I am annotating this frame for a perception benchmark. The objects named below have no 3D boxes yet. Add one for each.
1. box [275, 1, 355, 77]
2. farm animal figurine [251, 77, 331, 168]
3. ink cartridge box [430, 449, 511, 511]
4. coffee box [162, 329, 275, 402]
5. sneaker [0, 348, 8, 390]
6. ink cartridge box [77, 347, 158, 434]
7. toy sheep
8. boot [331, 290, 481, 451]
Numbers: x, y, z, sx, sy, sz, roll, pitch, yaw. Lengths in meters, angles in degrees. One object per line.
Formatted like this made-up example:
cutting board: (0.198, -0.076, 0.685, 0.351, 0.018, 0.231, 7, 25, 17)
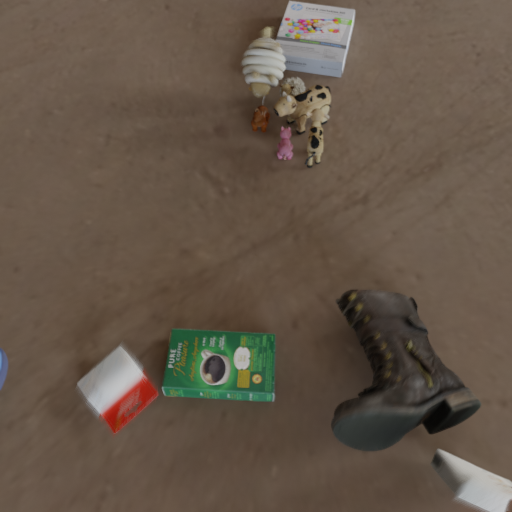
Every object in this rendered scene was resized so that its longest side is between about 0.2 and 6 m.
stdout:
box: (1.229, -4.627, 11.881, 1.494, 0.394, 1.916, 11, 55, 8)
farm animal figurine: (0.796, -2.574, 10.145, 1.712, 0.893, 1.693, 34, 62, 22)
ink cartridge box: (2.637, 2.669, 6.447, 0.969, 1.116, 0.243, 24, 88, 3)
coffee box: (-0.485, 1.491, 7.697, 1.495, 0.329, 0.919, 2, 55, 1)
sneaker: (-3.983, 1.859, 6.754, 0.791, 0.880, 2.140, 16, 55, 42)
ink cartridge box: (-1.838, 1.751, 7.397, 0.745, 0.220, 0.931, -41, 49, -14)
toy sheep: (0.148, -3.586, 10.395, 0.889, 0.889, 1.289, 13, 95, 9)
boot: (1.572, 1.308, 7.262, 2.389, 0.827, 2.080, 2, 44, -33)
